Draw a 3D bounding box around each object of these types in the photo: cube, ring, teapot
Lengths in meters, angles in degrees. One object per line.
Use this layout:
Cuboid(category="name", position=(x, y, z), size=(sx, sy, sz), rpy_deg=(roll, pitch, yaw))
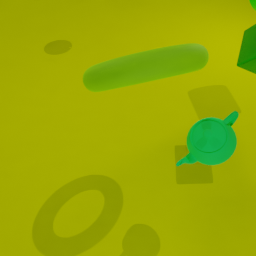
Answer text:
Cuboid(category="cube", position=(2.823, -1.575, 5.538), size=(0.833, 0.833, 0.833), rpy_deg=(18, 81, -14))
Cuboid(category="ring", position=(0.262, -0.938, 4.455), size=(1.990, 0.398, 1.990), rpy_deg=(-12, 9, 2))
Cuboid(category="teapot", position=(1.250, 0.202, 4.373), size=(1.245, 0.610, 0.774), rpy_deg=(-44, 61, 4))

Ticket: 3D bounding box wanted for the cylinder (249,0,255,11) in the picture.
Cuboid(category="cylinder", position=(3.904, -3.474, 6.925), size=(1.246, 1.246, 1.246), rpy_deg=(-15, 28, -13))
